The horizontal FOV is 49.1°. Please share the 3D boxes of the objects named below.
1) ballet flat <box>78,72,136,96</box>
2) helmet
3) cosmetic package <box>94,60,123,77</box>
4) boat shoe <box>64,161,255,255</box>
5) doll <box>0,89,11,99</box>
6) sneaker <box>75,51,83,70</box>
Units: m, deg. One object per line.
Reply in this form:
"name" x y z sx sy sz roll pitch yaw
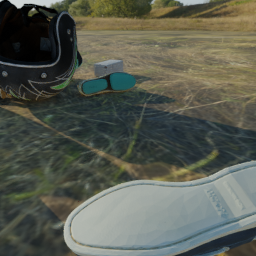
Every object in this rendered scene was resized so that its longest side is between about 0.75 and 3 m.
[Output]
"ballet flat" -0.780 -1.638 10.135 2.183 0.736 0.681 -10 15 -24
"helmet" -3.020 -2.297 8.945 2.985 2.846 2.985 13 0 0
"cosmetic package" -0.875 -2.760 12.939 0.757 0.639 1.418 13 29 29
"boat shoe" 0.679 1.078 3.314 2.746 0.849 1.028 -13 41 -11
"doll" -4.852 -1.289 9.614 1.711 0.415 1.167 7 16 13
"sneaker" -3.183 -2.380 11.812 1.806 1.004 2.582 -9 28 27
